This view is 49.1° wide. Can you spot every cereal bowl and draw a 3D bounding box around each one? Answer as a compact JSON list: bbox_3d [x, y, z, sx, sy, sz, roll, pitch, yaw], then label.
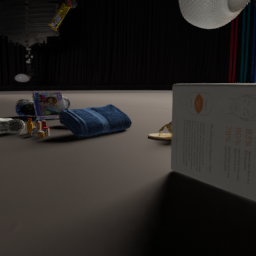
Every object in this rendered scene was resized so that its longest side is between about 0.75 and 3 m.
[{"bbox_3d":[1.871,-2.732,5.297,1.846,1.846,0.769,-8,42,-41],"label":"cereal bowl"}]

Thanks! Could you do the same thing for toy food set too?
[{"bbox_3d":[-2.736,-0.022,8.584,0.494,0.465,1.034,-7,12,-35],"label":"toy food set"}]

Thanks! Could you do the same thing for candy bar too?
[{"bbox_3d":[-2.268,-3.871,9.477,0.147,1.330,0.332,9,-23,41],"label":"candy bar"}]

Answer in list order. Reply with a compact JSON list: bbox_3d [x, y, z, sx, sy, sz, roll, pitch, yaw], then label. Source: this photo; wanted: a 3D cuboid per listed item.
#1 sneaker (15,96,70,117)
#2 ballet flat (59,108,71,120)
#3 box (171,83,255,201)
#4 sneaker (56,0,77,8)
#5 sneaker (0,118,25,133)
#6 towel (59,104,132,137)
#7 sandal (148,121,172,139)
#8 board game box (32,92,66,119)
[{"bbox_3d":[-3.960,-0.897,13.018,2.542,0.979,1.083,-9,21,-7],"label":"sneaker"},{"bbox_3d":[-1.702,-0.353,10.133,2.068,0.479,0.697,14,11,32],"label":"ballet flat"},{"bbox_3d":[1.986,0.112,4.322,1.256,1.603,2.576,-6,11,-33],"label":"box"},{"bbox_3d":[-1.519,-2.973,6.198,0.532,1.088,0.385,-27,-26,-16],"label":"sneaker"},{"bbox_3d":[-4.058,-0.067,8.970,1.436,0.559,0.713,7,1,-17],"label":"sneaker"},{"bbox_3d":[-0.985,-0.277,9.038,1.251,0.544,2.240,34,28,35],"label":"towel"},{"bbox_3d":[1.481,0.008,7.944,1.875,0.617,0.687,5,11,27],"label":"sandal"},{"bbox_3d":[-3.492,-1.021,12.484,1.314,1.317,0.271,-6,-30,-29],"label":"board game box"}]
